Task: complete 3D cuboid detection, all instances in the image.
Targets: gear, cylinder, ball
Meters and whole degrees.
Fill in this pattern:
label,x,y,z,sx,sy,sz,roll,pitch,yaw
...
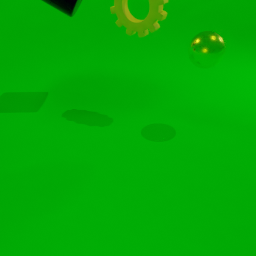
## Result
label,x,y,z,sx,sy,sz,roll,pitch,yaw
gear,0.248,-3.017,6.870,1.465,1.465,0.271,18,38,24
cylinder,-1.826,-3.926,7.489,1.350,1.350,1.350,26,32,-14
ball,1.853,-1.841,6.615,0.862,0.862,0.862,0,34,0
